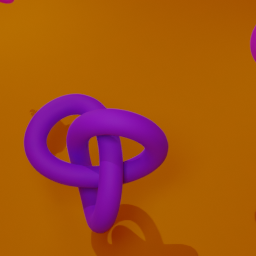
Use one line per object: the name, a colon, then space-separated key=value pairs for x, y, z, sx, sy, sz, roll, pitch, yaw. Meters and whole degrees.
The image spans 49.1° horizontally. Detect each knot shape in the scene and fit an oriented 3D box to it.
knot shape: x=-0.370 y=0.357 z=3.907 sx=0.948 sy=1.920 sz=2.052 roll=-29 pitch=94 yaw=-58

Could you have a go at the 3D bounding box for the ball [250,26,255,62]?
ball: x=1.950 y=-1.070 z=3.421 sx=0.839 sy=0.839 sz=0.839 roll=0 pitch=60 yaw=0

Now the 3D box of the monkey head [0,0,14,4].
monkey head: x=-2.760 y=-2.230 z=4.995 sx=1.223 sy=1.024 sz=1.699 roll=19 pitch=21 yaw=-21
